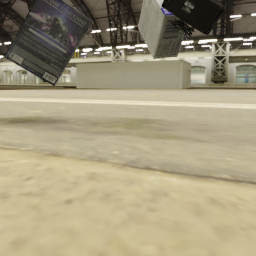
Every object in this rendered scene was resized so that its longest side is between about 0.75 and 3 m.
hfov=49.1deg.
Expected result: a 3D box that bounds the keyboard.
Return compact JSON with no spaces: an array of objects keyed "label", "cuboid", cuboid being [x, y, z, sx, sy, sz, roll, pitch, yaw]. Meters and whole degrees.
[{"label":"keyboard","cuboid":[1.720,-3.211,7.844,0.422,1.108,2.130,16,29,-44]}]

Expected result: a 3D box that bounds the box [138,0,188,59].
[{"label":"box","cuboid":[1.194,-3.701,9.749,0.997,1.748,1.901,-9,56,-16]}]

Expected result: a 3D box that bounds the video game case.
[{"label":"video game case","cuboid":[-2.784,-3.123,9.885,1.960,2.744,0.260,30,14,-21]}]
